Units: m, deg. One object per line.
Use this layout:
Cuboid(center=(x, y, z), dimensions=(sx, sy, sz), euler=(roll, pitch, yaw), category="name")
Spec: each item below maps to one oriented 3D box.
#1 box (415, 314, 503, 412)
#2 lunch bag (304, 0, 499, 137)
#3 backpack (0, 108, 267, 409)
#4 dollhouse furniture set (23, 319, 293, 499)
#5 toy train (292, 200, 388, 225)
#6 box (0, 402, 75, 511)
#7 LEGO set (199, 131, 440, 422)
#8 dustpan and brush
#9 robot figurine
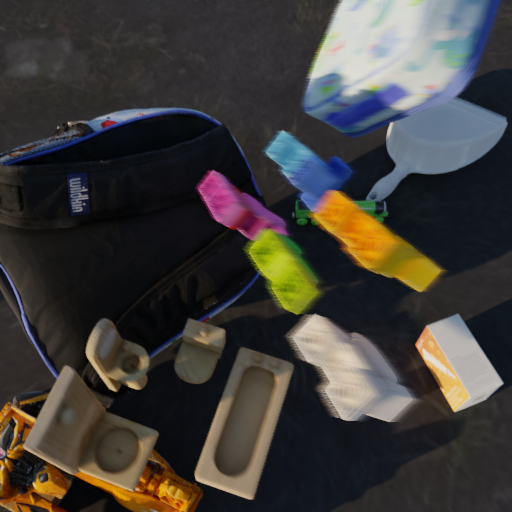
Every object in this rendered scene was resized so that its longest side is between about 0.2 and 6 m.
Cuboid(center=(2.983, 1.591, 8.333), dimensions=(0.571, 0.728, 1.171), euler=(-18, 59, -11), category="box")
Cuboid(center=(2.035, -3.166, 8.297), dimensions=(1.287, 3.121, 2.509), euler=(24, 78, -19), category="lunch bag")
Cuboid(center=(-1.729, -0.361, 7.955), dimensions=(3.581, 3.760, 2.896), euler=(-24, 27, -11), category="backpack")
Cuboid(center=(-0.793, 1.542, 5.907), dimensions=(2.060, 1.679, 1.959), euler=(18, 62, 6), category="dollhouse furniture set")
Cuboid(center=(1.512, -0.809, 10.012), dimensions=(1.724, 0.486, 0.360), euler=(-1, 57, 0), category="toy train")
Cuboid(center=(-3.238, 2.891, 7.845), dimensions=(1.465, 0.156, 1.198), euler=(22, 60, 13), category="box")
Cuboid(center=(0.869, -0.016, 5.682), dimensions=(1.353, 1.456, 3.547), euler=(-50, 40, 16), category="LEGO set")
Cuboid(center=(3.084, -2.012, 10.710), dimensions=(2.083, 0.854, 2.984), euler=(35, 57, 30), category="dustpan and brush")
Cuboid(center=(-2.405, 3.015, 7.211), dimensions=(3.131, 0.911, 2.270), euler=(24, 60, 8), category="robot figurine")
